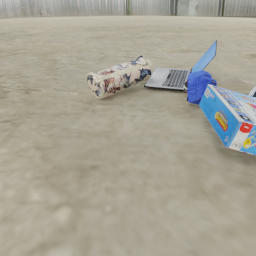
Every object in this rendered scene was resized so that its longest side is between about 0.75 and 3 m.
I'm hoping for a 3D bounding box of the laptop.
[{"bbox_3d":[2.279,-2.756,11.941,2.686,1.557,2.515,8,31,15],"label":"laptop"}]

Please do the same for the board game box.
[{"bbox_3d":[3.359,-0.115,7.184,2.446,0.698,2.498,14,26,-8],"label":"board game box"}]

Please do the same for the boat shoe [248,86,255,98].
[{"bbox_3d":[5.175,-1.678,8.928,1.031,2.914,1.323,31,14,-9],"label":"boat shoe"}]

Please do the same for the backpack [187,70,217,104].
[{"bbox_3d":[2.632,-1.463,9.861,0.932,1.110,0.902,-12,-13,43],"label":"backpack"}]

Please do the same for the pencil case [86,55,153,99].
[{"bbox_3d":[-0.320,-2.008,10.984,2.689,1.202,1.046,-25,71,-30],"label":"pencil case"}]

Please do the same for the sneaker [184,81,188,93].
[{"bbox_3d":[2.771,-1.378,10.744,1.347,0.582,0.541,27,70,9],"label":"sneaker"}]
